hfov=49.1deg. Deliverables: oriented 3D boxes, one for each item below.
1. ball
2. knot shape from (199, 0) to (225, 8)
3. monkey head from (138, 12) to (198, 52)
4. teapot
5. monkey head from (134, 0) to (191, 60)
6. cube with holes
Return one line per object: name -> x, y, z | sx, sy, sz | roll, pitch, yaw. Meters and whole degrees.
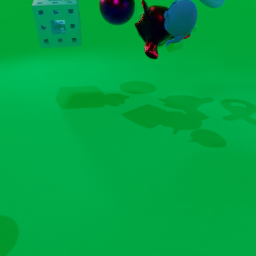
ball -> -0.369, -4.138, 9.517 | 1.237, 1.237, 1.237 | 0, 28, 0
knot shape -> 2.223, -4.006, 7.561 | 0.808, 1.636, 1.748 | 3, -16, 18
monkey head -> 1.209, -3.013, 8.238 | 1.903, 1.369, 1.147 | 13, 57, -4
teapot -> 1.134, -2.453, 6.371 | 0.665, 1.358, 0.844 | 9, 0, -17
monkey head -> 0.795, -2.454, 7.155 | 1.707, 1.028, 1.228 | 19, 57, -33
cube with holes -> -2.157, -3.393, 8.799 | 1.269, 1.269, 1.269 | -5, 40, -6
